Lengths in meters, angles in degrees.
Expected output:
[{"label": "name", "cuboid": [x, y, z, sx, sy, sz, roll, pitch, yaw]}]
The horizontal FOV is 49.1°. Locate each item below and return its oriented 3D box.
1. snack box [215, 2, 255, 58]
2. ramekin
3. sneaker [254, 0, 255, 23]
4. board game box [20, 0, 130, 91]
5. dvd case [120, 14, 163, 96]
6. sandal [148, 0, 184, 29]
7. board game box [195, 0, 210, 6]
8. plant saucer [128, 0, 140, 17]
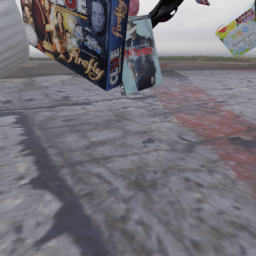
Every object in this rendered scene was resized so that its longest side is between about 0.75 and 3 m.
[{"label": "snack box", "cuboid": [3.125, -2.579, 7.514, 1.168, 0.985, 0.395, -26, 25, 53]}, {"label": "ramekin", "cuboid": [-2.794, -1.942, 4.592, 1.309, 2.684, 2.684, -34, 31, -24]}, {"label": "sneaker", "cuboid": [3.032, -2.546, 5.727, 0.794, 1.379, 2.643, -8, 48, 15]}, {"label": "board game box", "cuboid": [-1.303, -2.349, 6.129, 2.984, 2.022, 0.516, 33, 47, 27]}, {"label": "dvd case", "cuboid": [0.233, -2.142, 8.175, 1.543, 2.114, 0.233, -21, 15, -34]}, {"label": "sandal", "cuboid": [1.236, -3.990, 9.866, 0.865, 0.551, 2.302, -1, -26, -44]}, {"label": "board game box", "cuboid": [2.767, -5.050, 10.818, 0.573, 0.108, 1.113, 28, 10, 31]}, {"label": "plant saucer", "cuboid": [-0.695, -3.795, 8.836, 2.112, 0.535, 2.112, 7, -12, 2]}]
